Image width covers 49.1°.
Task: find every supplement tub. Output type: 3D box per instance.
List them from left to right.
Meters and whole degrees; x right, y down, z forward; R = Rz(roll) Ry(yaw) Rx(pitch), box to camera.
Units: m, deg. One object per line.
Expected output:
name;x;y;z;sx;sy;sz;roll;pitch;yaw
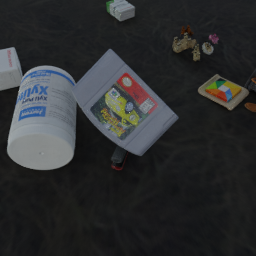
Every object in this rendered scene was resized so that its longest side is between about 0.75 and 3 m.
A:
supplement tub;-2.478;-0.366;8.472;1.833;1.833;2.778;-5;50;-4

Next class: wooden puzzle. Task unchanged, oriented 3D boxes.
wooden puzzle;3.540;-1.386;10.345;1.332;0.268;1.440;-36;59;-27

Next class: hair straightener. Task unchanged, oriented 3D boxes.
hair straightener;-0.011;0.285;8.609;0.412;0.776;2.016;17;52;15

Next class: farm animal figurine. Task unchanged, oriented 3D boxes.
farm animal figurine;2.813;-3.471;11.829;1.659;0.834;1.339;31;75;19

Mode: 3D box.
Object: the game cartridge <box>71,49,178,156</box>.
game cartridge;-0.134;-0.561;7.592;2.650;0.542;1.764;43;97;-10

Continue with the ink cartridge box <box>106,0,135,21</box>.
ink cartridge box;-0.362;-5.930;13.995;0.910;0.516;1.241;-28;55;-21

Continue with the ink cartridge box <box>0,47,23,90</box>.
ink cartridge box;-5.113;-2.130;10.573;2.046;0.866;1.478;-17;52;-12

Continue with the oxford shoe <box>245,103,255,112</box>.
oxford shoe;4.589;-0.729;9.750;0.978;0.348;0.349;18;54;17

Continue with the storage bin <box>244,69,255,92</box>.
storage bin;5.228;-1.687;9.489;1.605;2.206;1.481;-24;63;-19
